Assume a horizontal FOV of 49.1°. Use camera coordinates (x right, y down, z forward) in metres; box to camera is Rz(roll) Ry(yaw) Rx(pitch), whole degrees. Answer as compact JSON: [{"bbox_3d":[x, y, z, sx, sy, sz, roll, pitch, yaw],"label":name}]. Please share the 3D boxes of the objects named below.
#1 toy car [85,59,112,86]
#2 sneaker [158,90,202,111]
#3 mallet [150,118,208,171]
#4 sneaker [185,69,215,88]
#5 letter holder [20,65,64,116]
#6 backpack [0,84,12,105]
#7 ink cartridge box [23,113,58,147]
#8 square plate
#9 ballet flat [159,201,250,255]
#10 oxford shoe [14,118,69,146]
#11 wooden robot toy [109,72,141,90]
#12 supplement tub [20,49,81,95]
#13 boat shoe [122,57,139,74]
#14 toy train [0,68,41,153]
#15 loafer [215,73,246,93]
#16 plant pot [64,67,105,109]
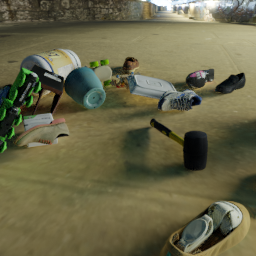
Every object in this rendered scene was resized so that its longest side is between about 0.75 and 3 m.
[{"bbox_3d":[-1.601,-2.592,13.436,1.160,1.207,1.470,-21,20,-36],"label":"toy car"},{"bbox_3d":[1.997,-0.999,10.520,1.968,0.758,0.838,-17,35,-31],"label":"sneaker"},{"bbox_3d":[1.302,0.104,7.971,0.598,0.957,2.906,-9,27,-18],"label":"mallet"},{"bbox_3d":[3.315,-2.365,13.488,0.888,0.826,2.056,6,16,45],"label":"sneaker"},{"bbox_3d":[-3.218,-1.063,10.137,1.236,1.746,2.457,22,15,-19],"label":"letter holder"},{"bbox_3d":[-4.436,-0.901,10.183,0.930,0.987,1.209,-17,36,-14],"label":"backpack"},{"bbox_3d":[-2.688,0.050,8.535,0.886,0.510,1.214,-8,28,-20],"label":"ink cartridge box"},{"bbox_3d":[1.104,-1.773,12.021,2.201,0.316,2.222,10,26,-10],"label":"square plate"},{"bbox_3d":[1.480,1.736,4.838,2.341,0.738,0.803,-22,37,-38],"label":"ballet flat"},{"bbox_3d":[-2.275,0.218,7.582,1.540,0.576,0.542,-25,-7,-34],"label":"oxford shoe"},{"bbox_3d":[-0.009,-2.020,12.980,1.750,0.771,0.794,-21,68,-38],"label":"wooden robot toy"},{"bbox_3d":[-3.416,-2.607,12.671,1.743,1.743,2.414,12,29,24],"label":"supplement tub"},{"bbox_3d":[0.201,-3.715,16.063,0.796,0.747,2.211,6,26,11],"label":"boat shoe"},{"bbox_3d":[-2.739,-0.234,6.328,0.517,2.480,0.699,25,15,-38],"label":"toy train"},{"bbox_3d":[4.641,-2.052,12.647,2.098,0.737,0.712,-21,33,-37],"label":"loafer"},{"bbox_3d":[-1.568,-1.438,10.844,1.403,1.403,1.318,-16,44,-29],"label":"plant pot"}]
